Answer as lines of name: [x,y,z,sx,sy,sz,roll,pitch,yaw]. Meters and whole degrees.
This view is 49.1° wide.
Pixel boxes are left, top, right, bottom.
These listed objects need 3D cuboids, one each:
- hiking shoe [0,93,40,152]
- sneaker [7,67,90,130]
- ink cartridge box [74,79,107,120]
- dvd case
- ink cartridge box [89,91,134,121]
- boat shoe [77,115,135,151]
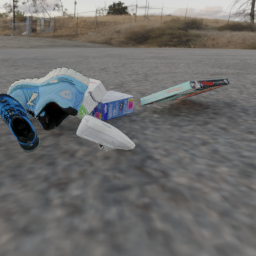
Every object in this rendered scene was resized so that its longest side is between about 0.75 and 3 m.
hiking shoe: [-2.308,-0.213,5.864,0.551,0.642,1.480,-34,78,-23]
sneaker: [-2.325,-0.588,7.398,2.957,1.330,1.159,-12,-26,38]
ink cartridge box: [-1.276,-0.869,8.119,0.824,0.476,1.132,20,63,41]
dvd case: [1.974,-1.237,9.457,1.948,0.294,2.669,-15,0,44]
ink cartridge box: [-0.741,-0.717,8.827,1.081,0.605,1.584,20,25,41]
boat shoe: [-0.444,0.228,5.884,1.447,0.496,0.521,27,13,-47]
